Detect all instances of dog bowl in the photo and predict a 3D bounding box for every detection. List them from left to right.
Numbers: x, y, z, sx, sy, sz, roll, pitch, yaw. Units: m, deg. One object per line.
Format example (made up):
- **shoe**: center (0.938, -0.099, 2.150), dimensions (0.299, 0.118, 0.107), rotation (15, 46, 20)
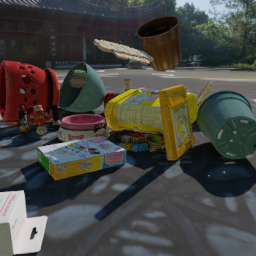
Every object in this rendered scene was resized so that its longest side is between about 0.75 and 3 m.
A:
- **dog bowl**: center (-1.658, -0.003, 10.570), dimensions (1.978, 0.729, 1.978), rotation (0, 16, 0)

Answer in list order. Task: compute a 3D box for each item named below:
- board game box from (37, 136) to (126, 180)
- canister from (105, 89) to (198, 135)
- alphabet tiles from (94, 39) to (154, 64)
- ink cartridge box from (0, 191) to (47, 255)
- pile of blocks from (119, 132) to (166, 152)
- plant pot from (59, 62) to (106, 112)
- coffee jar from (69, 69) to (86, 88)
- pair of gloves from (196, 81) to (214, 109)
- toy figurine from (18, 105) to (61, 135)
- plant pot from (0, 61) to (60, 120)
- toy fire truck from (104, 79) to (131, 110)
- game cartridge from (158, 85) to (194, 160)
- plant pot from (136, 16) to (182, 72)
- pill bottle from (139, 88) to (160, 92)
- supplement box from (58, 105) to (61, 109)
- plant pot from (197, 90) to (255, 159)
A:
- **board game box**: center (-1.362, 0.799, 8.190), dimensions (2.129, 0.429, 1.629), rotation (-9, 18, -30)
- **canister**: center (0.908, -0.648, 10.944), dimensions (2.992, 1.295, 2.222), rotation (8, 31, 40)
- **alphabet tiles**: center (-0.137, -2.751, 9.948), dimensions (2.053, 0.150, 2.008), rotation (5, 29, -29)
- **ink cartridge box**: center (-2.436, 1.626, 4.792), dimensions (1.899, 0.644, 1.102), rotation (-2, 16, -9)
- **pile of blocks**: center (0.570, 0.417, 9.362), dimensions (1.784, 0.554, 0.732), rotation (-6, 16, -20)
- **plant pot**: center (-2.255, -1.910, 14.924), dimensions (1.780, 2.643, 2.643), rotation (25, -2, -38)
- **coffee jar**: center (-2.280, -2.287, 12.833), dimensions (0.701, 0.574, 1.345), rotation (1, 24, -6)
- **pair of gloves**: center (3.452, -1.279, 13.287), dimensions (0.424, 2.056, 2.417), rotation (33, 19, 5)
- **toy figurine**: center (-3.597, -0.332, 11.441), dimensions (1.440, 1.017, 1.462), rotation (1, 16, 25)
- **plant pot**: center (-4.722, -1.734, 13.318), dimensions (2.446, 2.686, 2.686), rotation (-3, 14, -34)
- **toy fire truck**: center (-0.413, -1.663, 14.522), dimensions (1.602, 1.820, 1.171), rotation (-3, 15, -14)
- **game cartridge**: center (1.583, -0.255, 8.886), dimensions (0.341, 2.104, 1.855), rotation (-2, 12, 31)
- **plant pot**: center (1.486, -3.604, 12.270), dimensions (1.851, 1.833, 1.851), rotation (-13, 40, 11)
- **pill bottle**: center (1.416, -1.035, 12.967), dimensions (1.433, 1.433, 2.588), rotation (-11, 19, -35)
- **supplement box**: center (-3.522, -1.593, 16.319), dimensions (2.411, 0.734, 1.312), rotation (-7, 17, -26)
- **plant pot**: center (3.288, -0.042, 9.011), dimensions (1.891, 1.891, 1.852), rotation (1, 24, 5)
